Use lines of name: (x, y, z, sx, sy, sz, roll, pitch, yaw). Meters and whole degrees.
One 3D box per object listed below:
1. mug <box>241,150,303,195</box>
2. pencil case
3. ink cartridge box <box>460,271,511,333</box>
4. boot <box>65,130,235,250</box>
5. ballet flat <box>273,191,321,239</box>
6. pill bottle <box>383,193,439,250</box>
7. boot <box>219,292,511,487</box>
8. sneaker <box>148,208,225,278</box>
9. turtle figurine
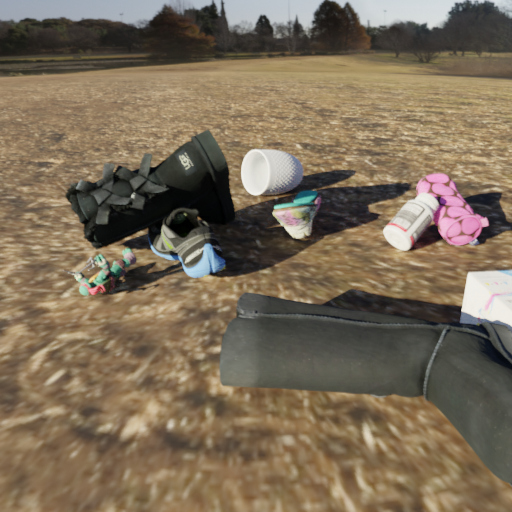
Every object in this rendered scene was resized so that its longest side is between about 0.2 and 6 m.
mug: (0.367, -2.050, 14.182, 1.318, 1.110, 1.504, -7, -8, -38)
pencil case: (3.918, -0.988, 11.343, 0.854, 0.827, 1.822, -29, 37, 14)
ink cartridge box: (3.439, 0.874, 7.312, 0.905, 0.882, 1.408, -3, 23, -6)
boot: (-1.850, -0.950, 10.579, 2.732, 1.234, 3.334, -27, -13, -7)
ballet flat: (0.904, -0.803, 11.326, 0.772, 0.795, 2.234, -2, 13, 17)
pill bottle: (2.991, -0.680, 10.708, 1.095, 0.606, 0.606, -47, 41, -15)
boot: (1.155, 1.272, 6.043, 3.245, 1.065, 2.674, 9, 13, 9)
sneaker: (-1.270, -0.396, 9.992, 0.897, 1.048, 2.530, -15, 20, -24)
turtle figurine: (-2.515, 0.316, 8.987, 0.936, 0.629, 1.250, -21, 6, 34)
